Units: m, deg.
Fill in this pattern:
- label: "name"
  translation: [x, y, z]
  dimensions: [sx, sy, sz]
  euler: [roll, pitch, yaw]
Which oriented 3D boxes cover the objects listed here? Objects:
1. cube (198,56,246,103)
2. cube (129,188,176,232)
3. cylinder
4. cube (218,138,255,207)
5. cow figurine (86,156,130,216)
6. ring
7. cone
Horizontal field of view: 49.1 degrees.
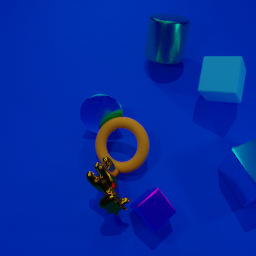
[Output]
- label: "cube"
  translation: [2.940, -1.486, 8.699]
  dimensions: [1.120, 1.120, 1.120]
  euler: [8, 84, 30]
- label: "cube"
  translation: [0.625, 2.094, 7.265]
  dimensions: [0.766, 0.766, 0.766]
  euler: [-36, 88, -19]
- label: "cylinder"
  translation: [1.333, -3.086, 9.646]
  dimensions: [1.374, 1.374, 1.374]
  euler: [4, 33, -3]
- label: "cube"
  translation: [3.508, 1.138, 7.592]
  dimensions: [1.338, 1.338, 1.338]
  euler: [-20, 63, -11]
- label: "cow figurine"
  translation: [-0.475, 1.527, 7.329]
  dimensions: [0.745, 1.356, 1.335]
  euler: [-36, 94, 18]
- label: "ring"
  translation: [-0.183, 0.496, 8.106]
  dimensions: [1.629, 0.326, 1.629]
  euler: [-1, 88, 18]
- label: "cone"
  translation: [-0.783, -0.682, 8.932]
  dimensions: [1.310, 1.310, 1.315]
  euler: [1, 28, 0]
